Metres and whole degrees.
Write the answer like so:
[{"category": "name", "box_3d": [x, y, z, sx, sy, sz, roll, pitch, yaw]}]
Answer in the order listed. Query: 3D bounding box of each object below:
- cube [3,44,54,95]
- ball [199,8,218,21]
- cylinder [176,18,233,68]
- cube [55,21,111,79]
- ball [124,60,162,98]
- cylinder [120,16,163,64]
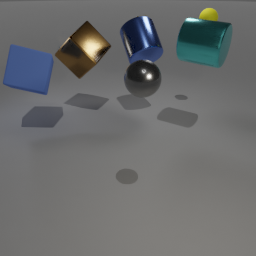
[{"category": "cube", "box_3d": [-3.585, -2.067, 10.264, 1.400, 1.400, 1.400, 11, 1, -13]}, {"category": "ball", "box_3d": [3.084, -4.208, 10.716, 0.700, 0.700, 0.700, 0, 28, 0]}, {"category": "cylinder", "box_3d": [2.493, -2.783, 9.150, 1.400, 1.400, 1.400, 19, 33, 26]}, {"category": "cube", "box_3d": [-1.823, -3.159, 11.423, 1.400, 1.400, 1.400, -26, 26, 47]}, {"category": "ball", "box_3d": [0.273, -0.915, 5.215, 0.700, 0.700, 0.700, 0, 28, 0]}, {"category": "cylinder", "box_3d": [0.525, -3.376, 11.027, 1.400, 1.400, 1.400, -16, -14, -4]}]
